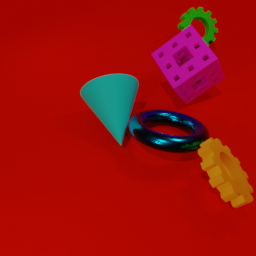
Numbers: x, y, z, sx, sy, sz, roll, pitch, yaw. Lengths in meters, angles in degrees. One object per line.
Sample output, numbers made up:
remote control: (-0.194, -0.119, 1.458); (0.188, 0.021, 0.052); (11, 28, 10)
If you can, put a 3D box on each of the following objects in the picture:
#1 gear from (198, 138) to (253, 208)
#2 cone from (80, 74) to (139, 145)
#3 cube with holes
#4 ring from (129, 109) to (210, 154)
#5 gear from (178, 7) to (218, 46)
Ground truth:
gear: (2.181, 0.962, 6.235); (1.568, 0.290, 1.568); (34, 35, -28)
cone: (-0.339, -0.313, 7.437); (1.621, 1.621, 1.627); (-9, 72, -9)
cube with holes: (1.730, -1.754, 7.994); (1.318, 1.318, 1.318); (-34, 64, 15)
ring: (1.052, 0.031, 7.253); (2.090, 0.418, 2.090); (6, 24, -3)
gear: (2.468, -3.501, 9.867); (1.411, 0.261, 1.411); (0, 90, -15)
